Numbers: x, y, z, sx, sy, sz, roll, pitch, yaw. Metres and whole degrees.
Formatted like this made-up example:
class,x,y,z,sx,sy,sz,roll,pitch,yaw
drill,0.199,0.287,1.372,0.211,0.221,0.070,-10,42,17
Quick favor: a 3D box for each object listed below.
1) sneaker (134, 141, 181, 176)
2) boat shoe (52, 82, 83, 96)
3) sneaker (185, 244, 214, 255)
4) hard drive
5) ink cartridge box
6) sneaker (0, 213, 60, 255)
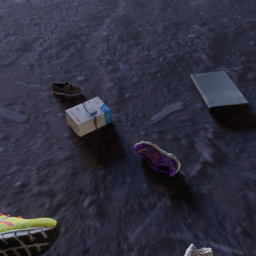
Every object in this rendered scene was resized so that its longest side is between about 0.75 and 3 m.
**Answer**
class,x,y,z,sx,sy,sz,roll,pitch,yaw
sneaker,0.592,0.687,6.223,1.139,0.459,0.475,25,55,23
boat shoe,-1.795,-1.165,8.243,0.904,0.327,0.327,0,43,0
sneaker,1.257,2.044,4.318,0.809,0.304,0.358,27,80,-14
hard drive,2.610,-1.087,8.204,1.142,0.269,1.637,-7,44,-7
ink cartridge box,-1.011,-0.303,7.269,0.989,0.425,0.724,-26,49,-27
sneaker,-2.298,1.751,4.793,2.229,0.871,1.007,-7,42,-7
